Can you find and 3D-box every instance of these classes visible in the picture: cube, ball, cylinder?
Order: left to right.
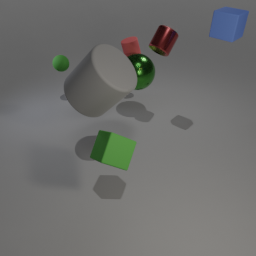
[{"bbox_3d":[-2.864,-2.762,11.968,0.700,0.700,0.700,0,33,0],"label":"ball"},{"bbox_3d":[-0.720,-1.192,7.252,1.400,1.400,1.400,25,49,-32],"label":"cylinder"},{"bbox_3d":[-0.349,0.506,6.484,0.700,0.700,0.700,22,-7,-29],"label":"cube"},{"bbox_3d":[0.125,-3.315,11.583,0.700,0.700,0.700,-12,34,9],"label":"cylinder"},{"bbox_3d":[0.355,-2.167,10.836,1.400,1.400,1.400,0,33,0],"label":"ball"},{"bbox_3d":[1.106,-2.707,8.722,0.700,0.700,0.700,28,2,-1],"label":"cylinder"},{"bbox_3d":[2.733,-2.824,7.608,0.700,0.700,0.700,28,43,31],"label":"cube"}]
